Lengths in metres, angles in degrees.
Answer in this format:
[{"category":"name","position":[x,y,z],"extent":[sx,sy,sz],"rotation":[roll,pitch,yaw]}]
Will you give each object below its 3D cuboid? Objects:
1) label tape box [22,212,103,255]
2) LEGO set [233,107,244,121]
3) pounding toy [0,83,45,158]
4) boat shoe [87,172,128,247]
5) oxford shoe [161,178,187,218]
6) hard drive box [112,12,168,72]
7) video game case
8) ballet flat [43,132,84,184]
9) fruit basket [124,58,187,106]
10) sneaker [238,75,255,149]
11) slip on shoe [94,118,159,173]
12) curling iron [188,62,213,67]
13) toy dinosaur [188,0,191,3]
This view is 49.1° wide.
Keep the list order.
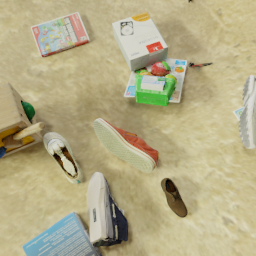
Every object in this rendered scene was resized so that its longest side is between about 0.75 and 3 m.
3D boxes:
[{"category":"label tape box","position":[-1.725,4.080,8.389],"extent":[1.776,0.819,2.479],"rotation":[-32,77,-10]},{"category":"LEGO set","position":[5.166,0.027,9.797],"extent":[1.851,0.608,2.478],"rotation":[-23,72,-5]},{"category":"pounding toy","position":[-3.854,0.016,8.765],"extent":[2.738,2.521,1.947],"rotation":[-23,74,-7]},{"category":"boat shoe","position":[-0.638,2.595,8.944],"extent":[1.090,0.878,2.352],"rotation":[21,48,-33]},{"category":"oxford shoe","position":[1.495,2.261,9.083],"extent":[0.505,0.587,1.390],"rotation":[-28,76,-10]},{"category":"hard drive box","position":[0.440,-3.292,10.633],"extent":[1.508,0.743,1.935],"rotation":[-22,66,-6]},{"category":"video game case","position":[-2.708,-3.753,11.203],"extent":[2.026,0.177,1.448],"rotation":[-21,74,-6]},{"category":"ballet flat","position":[-2.181,0.916,9.455],"extent":[0.732,0.677,2.170],"rotation":[-37,76,-11]},{"category":"fruit basket","position":[1.033,-1.870,10.158],"extent":[1.988,1.006,2.146],"rotation":[9,62,13]},{"category":"sneaker","position":[4.537,-0.576,9.595],"extent":[1.121,1.021,2.733],"rotation":[12,72,8]},{"category":"slip on shoe","position":[-0.081,0.499,9.562],"extent":[2.628,0.974,0.804],"rotation":[33,46,13]},{"category":"curling iron","position":[2.808,-2.474,10.823],"extent":[0.973,0.124,0.241],"rotation":[-4,72,-1]},{"category":"toy dinosaur","position":[3.178,-6.367,11.614],"extent":[1.345,1.012,2.631],"rotation":[19,70,13]}]
